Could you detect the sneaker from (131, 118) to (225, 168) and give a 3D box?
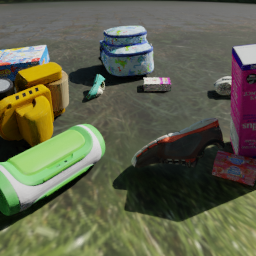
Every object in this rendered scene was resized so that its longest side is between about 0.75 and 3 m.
[{"bbox_3d":[1.298,0.622,7.118,2.474,1.013,0.953,-25,-10,9],"label":"sneaker"}]

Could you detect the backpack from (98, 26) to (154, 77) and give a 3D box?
[{"bbox_3d":[-0.080,-3.856,13.974,2.666,2.141,2.913,-9,35,-9],"label":"backpack"}]

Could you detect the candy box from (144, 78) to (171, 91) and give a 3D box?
[{"bbox_3d":[1.279,-1.938,12.410,1.175,0.359,0.802,1,30,2],"label":"candy box"}]

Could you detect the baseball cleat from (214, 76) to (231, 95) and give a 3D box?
[{"bbox_3d":[4.863,-1.875,11.852,2.358,0.822,1.255,3,30,4],"label":"baseball cleat"}]

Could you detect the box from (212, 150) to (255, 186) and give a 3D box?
[{"bbox_3d":[2.747,1.011,7.177,1.036,0.495,0.517,14,33,22],"label":"box"}]

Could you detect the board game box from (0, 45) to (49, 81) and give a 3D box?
[{"bbox_3d":[-5.565,-3.191,13.866,2.906,0.829,2.968,-8,31,-5],"label":"board game box"}]

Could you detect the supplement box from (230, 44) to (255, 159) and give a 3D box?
[{"bbox_3d":[3.542,-0.555,7.275,1.486,2.936,1.518,-4,31,13],"label":"supplement box"}]

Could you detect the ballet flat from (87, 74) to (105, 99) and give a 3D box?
[{"bbox_3d":[-1.263,-1.678,11.731,0.538,0.514,1.528,27,45,-14],"label":"ballet flat"}]

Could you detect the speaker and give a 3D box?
[{"bbox_3d":[-1.858,0.877,6.749,1.226,1.226,2.772,23,37,34],"label":"speaker"}]

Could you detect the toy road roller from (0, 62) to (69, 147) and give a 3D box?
[{"bbox_3d":[-2.838,-0.627,8.884,2.098,1.766,2.873,36,50,28],"label":"toy road roller"}]
